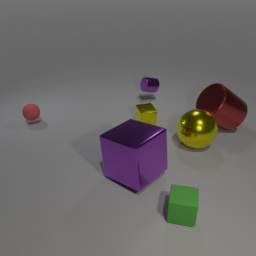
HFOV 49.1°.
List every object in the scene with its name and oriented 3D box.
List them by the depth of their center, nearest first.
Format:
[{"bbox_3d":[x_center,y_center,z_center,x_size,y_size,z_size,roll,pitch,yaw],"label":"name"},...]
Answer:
[{"bbox_3d":[1.377,1.936,7.030,0.700,0.700,0.700,7,29,12],"label":"cube"},{"bbox_3d":[0.196,0.725,8.219,1.400,1.400,1.400,17,33,39],"label":"cube"},{"bbox_3d":[2.415,0.027,9.811,1.400,1.400,1.400,0,28,0],"label":"ball"},{"bbox_3d":[3.594,-0.799,10.792,1.400,1.400,1.400,26,16,-30],"label":"cylinder"},{"bbox_3d":[0.727,-0.531,11.480,0.700,0.700,0.700,-9,38,-17],"label":"cube"},{"bbox_3d":[-3.969,-0.655,11.498,0.700,0.700,0.700,0,28,0],"label":"ball"},{"bbox_3d":[1.054,-2.087,13.564,0.700,0.700,0.700,2,26,-25],"label":"cylinder"}]
